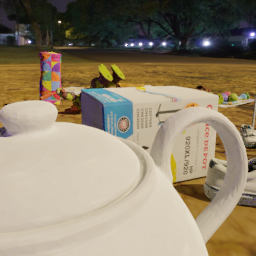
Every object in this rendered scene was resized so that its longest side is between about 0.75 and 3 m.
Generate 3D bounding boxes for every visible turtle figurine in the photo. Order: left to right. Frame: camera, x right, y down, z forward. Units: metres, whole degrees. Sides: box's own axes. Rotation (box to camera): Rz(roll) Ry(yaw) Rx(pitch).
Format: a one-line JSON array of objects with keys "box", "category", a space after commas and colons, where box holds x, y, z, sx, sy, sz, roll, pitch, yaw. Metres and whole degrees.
[{"box": [-1.404, -1.268, 9.993, 2.407, 0.961, 2.984, -35, -21, 35], "category": "turtle figurine"}, {"box": [3.129, -1.305, 11.536, 2.132, 0.687, 1.719, -5, 17, -18], "category": "turtle figurine"}]

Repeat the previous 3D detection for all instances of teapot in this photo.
[{"box": [-0.538, 0.749, 2.021, 2.581, 1.910, 2.615, 6, 16, 21], "category": "teapot"}]

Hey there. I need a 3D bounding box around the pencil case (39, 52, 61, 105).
[{"box": [-2.973, -1.822, 10.630, 0.910, 2.059, 0.910, 5, 8, -1], "category": "pencil case"}]

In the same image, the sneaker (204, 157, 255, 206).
[{"box": [2.115, 0.788, 4.161, 1.882, 0.666, 0.687, 2, 16, 6], "category": "sneaker"}]

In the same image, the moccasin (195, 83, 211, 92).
[{"box": [3.369, -1.707, 12.959, 0.652, 0.688, 1.782, 14, 21, 40], "category": "moccasin"}]

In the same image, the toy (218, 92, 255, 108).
[{"box": [4.352, -1.283, 11.877, 1.999, 0.472, 1.151, -8, 17, -27], "category": "toy"}]

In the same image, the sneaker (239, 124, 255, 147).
[{"box": [2.936, 0.161, 6.847, 0.374, 0.432, 0.998, 1, 17, 0], "category": "sneaker"}]

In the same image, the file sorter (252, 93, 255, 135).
[{"box": [3.943, -0.143, 6.176, 1.543, 1.385, 2.224, -1, 16, -2], "category": "file sorter"}]

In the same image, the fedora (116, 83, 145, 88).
[{"box": [0.068, -1.274, 10.962, 2.334, 0.952, 2.334, 0, 16, 0], "category": "fedora"}]

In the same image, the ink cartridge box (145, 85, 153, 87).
[{"box": [0.379, -1.764, 13.523, 1.649, 0.489, 0.856, -2, 16, -8], "category": "ink cartridge box"}]

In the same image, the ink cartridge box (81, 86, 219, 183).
[{"box": [0.330, 0.080, 5.100, 2.062, 1.518, 1.491, -6, 17, -22], "category": "ink cartridge box"}]

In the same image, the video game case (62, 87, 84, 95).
[{"box": [-2.910, -1.974, 14.831, 1.488, 0.187, 1.635, 8, 18, 26], "category": "video game case"}]
